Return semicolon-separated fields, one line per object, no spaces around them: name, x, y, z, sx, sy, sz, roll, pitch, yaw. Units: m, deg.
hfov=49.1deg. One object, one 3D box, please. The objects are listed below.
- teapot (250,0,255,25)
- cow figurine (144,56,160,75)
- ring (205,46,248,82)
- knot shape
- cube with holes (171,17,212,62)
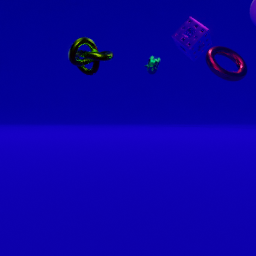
teapot;3.472;-2.784;6.826;0.936;1.506;0.737;-29;-7;11
cow figurine;0.866;-2.184;10.020;0.480;0.861;0.875;18;-35;6
ring;3.415;-2.244;9.714;1.566;1.566;0.313;0;-32;-19
knot shape;-1.413;-2.495;9.668;1.598;0.739;1.496;-16;-21;28
cube with holes;2.647;-3.644;11.561;1.055;1.055;1.055;49;8;27
